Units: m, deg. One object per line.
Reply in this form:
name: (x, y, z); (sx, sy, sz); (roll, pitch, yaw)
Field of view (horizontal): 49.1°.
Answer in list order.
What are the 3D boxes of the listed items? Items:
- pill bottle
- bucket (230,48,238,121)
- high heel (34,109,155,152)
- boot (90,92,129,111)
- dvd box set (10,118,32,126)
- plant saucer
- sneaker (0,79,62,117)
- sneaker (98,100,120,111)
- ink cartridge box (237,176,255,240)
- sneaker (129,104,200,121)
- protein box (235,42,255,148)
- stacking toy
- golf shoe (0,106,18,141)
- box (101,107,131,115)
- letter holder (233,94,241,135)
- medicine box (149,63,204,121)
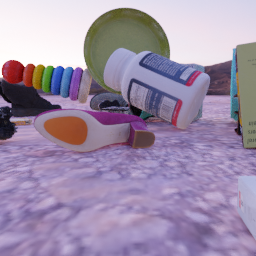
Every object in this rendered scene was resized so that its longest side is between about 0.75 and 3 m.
pill bottle: (0.786, -1.303, 8.362); (2.834, 1.695, 1.695); (28, 19, 20)
bucket: (4.553, -1.523, 9.649); (1.894, 2.911, 2.911); (1, 8, 20)
high heel: (-0.678, -0.073, 5.720); (2.409, 0.811, 1.155); (2, 17, -21)
boot: (-0.383, -1.256, 14.278); (2.841, 0.962, 1.856); (-5, 15, -22)
dvd box set: (-3.837, -0.186, 9.205); (1.124, 0.165, 0.822); (-7, 11, -38)
plant saucer: (-0.036, -2.542, 9.509); (2.943, 2.943, 0.457); (-1, 0, -8)
sneaker: (-4.163, -1.327, 12.244); (0.895, 1.554, 2.980); (8, 12, 40)
sneaker: (-1.009, -0.892, 13.269); (0.777, 0.673, 1.876); (-23, -2, 23)
ink cartridge box: (1.644, 0.747, 1.810); (1.406, 0.435, 1.734); (0, 5, 5)
sneaker: (1.045, -0.711, 9.747); (2.540, 1.062, 1.534); (8, 13, 33)
protein box: (3.327, -0.754, 5.725); (2.022, 2.037, 1.374); (-5, 6, 21)
stacking toy: (-2.769, -1.740, 9.564); (2.970, 1.268, 1.268); (12, 7, -8)
golf shoe: (-3.143, 0.072, 5.437); (1.133, 0.932, 2.398); (-11, 1, 2)
box: (-0.216, -0.660, 11.704); (1.550, 0.386, 1.222); (2, 8, 15)
letter holder: (3.999, -0.389, 7.527); (2.138, 1.075, 1.520); (2, 7, 14)
medicine box: (1.665, -1.396, 10.924); (2.274, 2.071, 1.170); (5, 10, 31)
